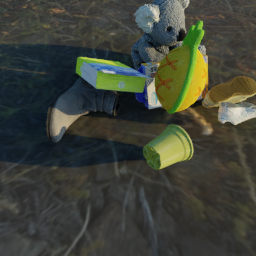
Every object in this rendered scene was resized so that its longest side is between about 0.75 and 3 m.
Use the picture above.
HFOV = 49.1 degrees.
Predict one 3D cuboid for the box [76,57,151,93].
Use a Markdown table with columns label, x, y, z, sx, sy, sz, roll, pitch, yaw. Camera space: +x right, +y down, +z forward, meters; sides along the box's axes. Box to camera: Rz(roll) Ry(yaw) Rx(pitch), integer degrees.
| label | x | y | z | sx | sy | sz | roll | pitch | yaw |
| --- | --- | --- | --- | --- | --- | --- | --- | --- | --- |
| box | -0.507 | -1.543 | 8.054 | 1.425 | 0.557 | 2.337 | 1 | 22 | -26 |

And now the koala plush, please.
| label | x | y | z | sx | sy | sz | roll | pitch | yaw |
| --- | --- | --- | --- | --- | --- | --- | --- | --- | --- |
| koala plush | 1.132 | -3.048 | 9.123 | 2.288 | 2.580 | 2.371 | -31 | 56 | -18 |

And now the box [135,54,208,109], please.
| label | x | y | z | sx | sy | sz | roll | pitch | yaw |
| --- | --- | --- | --- | --- | --- | --- | --- | --- | --- |
| box | 1.333 | -1.402 | 8.559 | 2.263 | 1.347 | 0.469 | -13 | 23 | -12 |

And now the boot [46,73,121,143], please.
| label | x | y | z | sx | sy | sz | roll | pitch | yaw |
| --- | --- | --- | --- | --- | --- | --- | --- | --- | --- |
| boot | -1.184 | -0.617 | 8.192 | 1.784 | 0.946 | 2.711 | 11 | 52 | 3 |

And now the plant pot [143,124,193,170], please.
| label | x | y | z | sx | sy | sz | roll | pitch | yaw |
| --- | --- | --- | --- | --- | --- | --- | --- | --- | --- |
| plant pot | 0.915 | 0.541 | 6.913 | 0.921 | 1.001 | 1.001 | -25 | 51 | -28 |

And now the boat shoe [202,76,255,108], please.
| label | x | y | z | sx | sy | sz | roll | pitch | yaw |
| --- | --- | --- | --- | --- | --- | --- | --- | --- | --- |
| boat shoe | 3.243 | -1.089 | 8.820 | 2.000 | 0.629 | 0.730 | -20 | 74 | -24 |

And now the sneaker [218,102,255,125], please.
| label | x | y | z | sx | sy | sz | roll | pitch | yaw |
| --- | --- | --- | --- | --- | --- | --- | --- | --- | --- |
| sneaker | 3.210 | -0.410 | 8.014 | 1.439 | 0.577 | 0.506 | 2 | 28 | -12 |

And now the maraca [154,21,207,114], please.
| label | x | y | z | sx | sy | sz | roll | pitch | yaw |
| --- | --- | --- | --- | --- | --- | --- | --- | --- | --- |
| maraca | 1.424 | -1.525 | 7.248 | 1.272 | 2.378 | 1.630 | 15 | 7 | -10 |
